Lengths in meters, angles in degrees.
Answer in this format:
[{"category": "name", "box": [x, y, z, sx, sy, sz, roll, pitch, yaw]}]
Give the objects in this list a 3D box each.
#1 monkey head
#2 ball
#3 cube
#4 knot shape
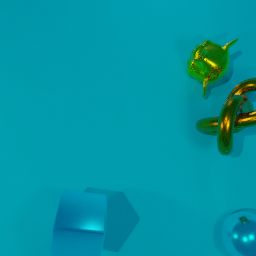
[{"category": "monkey head", "box": [2.038, -1.648, 7.004, 1.019, 1.217, 1.691, 30, 102, 8]}, {"category": "ball", "box": [2.681, 2.458, 6.343, 1.092, 1.092, 1.092, 0, 80, 0]}, {"category": "cube", "box": [-1.060, 2.144, 6.136, 1.053, 1.053, 1.053, 8, 121, -7]}, {"category": "knot shape", "box": [2.504, -0.344, 6.260, 1.895, 2.025, 0.936, -44, 86, 9]}]
